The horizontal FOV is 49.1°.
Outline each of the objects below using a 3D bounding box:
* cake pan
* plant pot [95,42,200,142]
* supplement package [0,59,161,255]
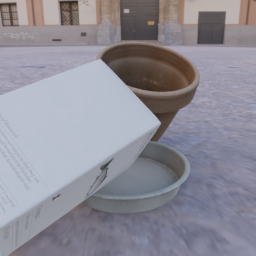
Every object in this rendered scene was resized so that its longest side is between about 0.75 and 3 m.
[{"bbox_3d":[-0.043,0.692,4.471,2.009,0.368,2.009,0,19,0],"label":"cake pan"},{"bbox_3d":[0.246,-0.539,5.566,1.922,1.676,1.922,6,41,-6],"label":"plant pot"},{"bbox_3d":[-0.807,0.250,3.102,1.944,1.136,1.140,-31,71,-35],"label":"supplement package"}]
